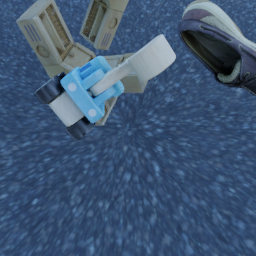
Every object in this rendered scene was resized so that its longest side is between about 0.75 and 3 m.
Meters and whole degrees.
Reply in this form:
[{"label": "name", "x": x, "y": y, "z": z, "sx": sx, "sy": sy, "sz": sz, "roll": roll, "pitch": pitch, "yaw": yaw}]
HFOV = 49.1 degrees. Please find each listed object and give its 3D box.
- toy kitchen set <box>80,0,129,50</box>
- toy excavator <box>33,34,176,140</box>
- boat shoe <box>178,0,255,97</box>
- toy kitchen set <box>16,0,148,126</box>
[{"label": "toy kitchen set", "x": -0.878, "y": -2.930, "z": 6.889, "sx": 2.347, "sy": 2.117, "sz": 1.915, "roll": -12, "pitch": 48, "yaw": -48}, {"label": "toy excavator", "x": -0.331, "y": -0.652, "z": 3.843, "sx": 1.766, "sy": 0.882, "sz": 1.717, "roll": -36, "pitch": 17, "yaw": 6}, {"label": "boat shoe", "x": 1.679, "y": -0.988, "z": 4.382, "sx": 2.275, "sy": 0.818, "sz": 0.737, "roll": 38, "pitch": 63, "yaw": -12}, {"label": "toy kitchen set", "x": -0.941, "y": -1.360, "z": 5.666, "sx": 2.197, "sy": 1.982, "sz": 1.792, "roll": 2, "pitch": 49, "yaw": 25}]
